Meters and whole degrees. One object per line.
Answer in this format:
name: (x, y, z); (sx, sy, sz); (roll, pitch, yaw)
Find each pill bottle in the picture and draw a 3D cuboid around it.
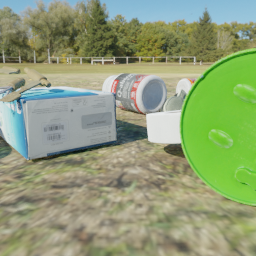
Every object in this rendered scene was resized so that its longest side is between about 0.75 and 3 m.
pill bottle: (3.307, -1.579, 12.264); (2.161, 1.184, 1.184); (-5, 14, -19)
pill bottle: (0.163, -1.366, 10.783); (1.436, 1.436, 2.479); (-10, 17, -37)

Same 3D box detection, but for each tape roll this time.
tape roll: (1.167, -0.077, 5.618); (1.577, 0.552, 1.577); (-6, 4, 0)

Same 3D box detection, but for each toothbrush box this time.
toothbrush box: (-1.894, -0.323, 6.817); (2.089, 1.217, 2.853); (-10, 16, -35)

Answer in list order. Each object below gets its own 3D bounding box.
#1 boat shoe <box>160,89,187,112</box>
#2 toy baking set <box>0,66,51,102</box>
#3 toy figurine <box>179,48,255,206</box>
boat shoe: (1.611, -0.696, 9.904); (0.791, 0.840, 2.339); (-34, 2, 31)
toy baking set: (-2.425, -0.900, 5.845); (1.512, 0.229, 1.970); (-23, 39, -38)
toy figurine: (2.561, 0.126, 4.496); (2.750, 2.065, 2.531); (33, 19, 29)
